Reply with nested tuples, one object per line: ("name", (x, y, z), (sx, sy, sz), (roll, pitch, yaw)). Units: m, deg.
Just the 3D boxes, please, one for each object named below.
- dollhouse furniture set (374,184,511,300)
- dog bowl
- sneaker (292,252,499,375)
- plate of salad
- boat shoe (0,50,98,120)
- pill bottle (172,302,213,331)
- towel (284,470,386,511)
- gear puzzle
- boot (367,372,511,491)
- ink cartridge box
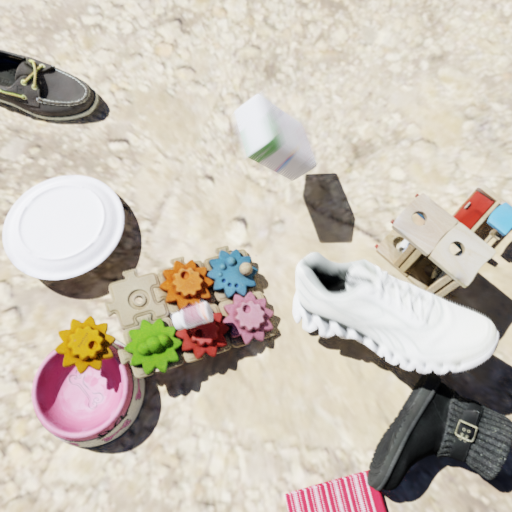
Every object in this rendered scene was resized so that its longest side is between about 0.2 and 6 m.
("dollhouse furniture set", (3.460, -0.596, 9.742), (1.554, 1.563, 2.218), (42, 79, 11))
("dog bowl", (-2.849, 2.227, 9.365), (1.889, 0.696, 1.889), (0, 74, 0))
("sneaker", (2.061, 0.838, 8.836), (3.345, 1.356, 1.257), (13, 45, 25))
("plate of salad", (-3.497, -0.512, 10.267), (2.202, 0.529, 2.202), (-1, 62, 1))
("boat shoe", (-4.536, -3.403, 10.943), (2.817, 0.848, 1.004), (13, 74, 4))
("pill bottle", (-1.030, 0.990, 9.099), (0.601, 0.343, 0.343), (-19, 74, 12))
("towel", (1.345, 4.213, 9.050), (1.573, 0.177, 1.137), (-14, 74, -4))
("gear puzzle", (-1.521, 0.952, 9.400), (3.658, 0.479, 1.895), (-15, 73, -19))
("boot", (2.983, 3.139, 8.956), (1.686, 0.848, 2.255), (35, 72, 10))
("ink cartridge box", (0.338, -1.946, 9.378), (0.555, 1.321, 0.957), (-30, 62, 29))
